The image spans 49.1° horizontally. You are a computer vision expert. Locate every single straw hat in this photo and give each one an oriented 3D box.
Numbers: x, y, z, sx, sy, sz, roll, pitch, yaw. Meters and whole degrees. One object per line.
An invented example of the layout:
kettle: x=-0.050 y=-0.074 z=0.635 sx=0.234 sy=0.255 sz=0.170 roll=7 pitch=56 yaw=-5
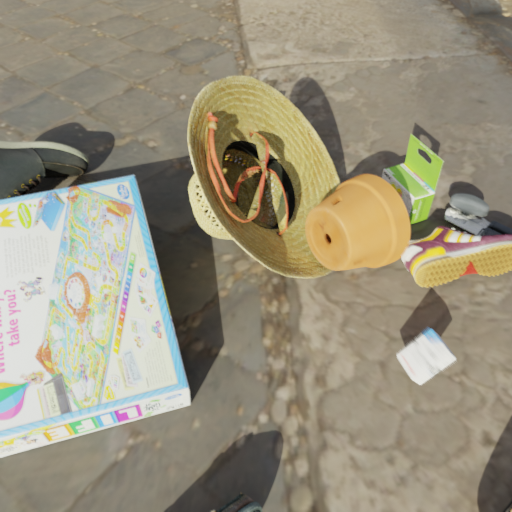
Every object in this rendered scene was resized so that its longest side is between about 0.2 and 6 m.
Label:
straw hat: x=-0.253 y=-1.276 z=11.267 sx=1.919 sy=4.534 sz=4.534 roll=-25 pitch=31 yaw=37

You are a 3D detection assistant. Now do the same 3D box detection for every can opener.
can opener: x=4.965 y=-0.588 z=11.605 sx=2.184 sy=0.730 sz=0.583 roll=32 pitch=53 yaw=28

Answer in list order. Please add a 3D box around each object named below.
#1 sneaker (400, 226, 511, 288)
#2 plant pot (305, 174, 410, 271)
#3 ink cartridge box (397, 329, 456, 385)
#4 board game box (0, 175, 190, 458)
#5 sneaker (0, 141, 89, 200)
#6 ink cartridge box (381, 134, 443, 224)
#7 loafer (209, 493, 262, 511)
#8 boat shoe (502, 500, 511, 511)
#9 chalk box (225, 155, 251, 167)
sneaker: x=4.056 y=-0.183 z=10.948 sx=2.480 sy=0.929 sz=1.117 roll=-8 pitch=45 yaw=-11
plant pot: x=1.807 y=-0.502 z=10.671 sx=1.280 sy=1.828 sz=1.828 roll=-23 pitch=49 yaw=-29
ink cartridge box: x=2.751 y=1.641 z=9.090 sx=0.742 sy=0.318 sz=0.543 roll=-42 pitch=42 yaw=15
board game box: x=-3.145 y=0.746 z=9.679 sx=3.059 sy=0.779 sz=4.550 roll=-12 pitch=57 yaw=-12
sneaker: x=-5.174 y=-1.592 z=12.380 sx=3.079 sy=1.152 sz=1.636 roll=-3 pitch=76 yaw=-37
ink cartridge box: x=3.282 y=-1.633 z=12.051 sx=0.591 sy=1.560 sz=1.153 roll=-18 pitch=48 yaw=-17
loafer: x=-1.105 y=3.905 z=7.088 sx=2.654 sy=0.954 sz=0.835 roll=-36 pitch=49 yaw=-28
boat shoe: x=3.990 y=3.162 z=7.788 sx=0.758 sy=0.898 sz=2.519 roll=32 pitch=56 yaw=23
chalk box: x=-0.398 y=-2.975 z=13.141 sx=1.000 sy=1.608 sz=0.995 roll=2 pitch=19 yaw=-1
